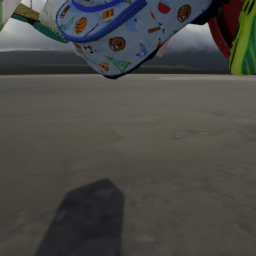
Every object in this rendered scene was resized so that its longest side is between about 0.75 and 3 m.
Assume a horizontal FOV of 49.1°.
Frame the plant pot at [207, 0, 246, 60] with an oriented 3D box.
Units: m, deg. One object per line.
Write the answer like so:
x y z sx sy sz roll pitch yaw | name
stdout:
3.172 -2.721 6.293 2.406 2.406 2.191 -10 -5 -38 | plant pot

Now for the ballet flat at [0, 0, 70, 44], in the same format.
-2.988 -3.638 8.923 2.774 0.874 0.952 18 -2 -35 | ballet flat

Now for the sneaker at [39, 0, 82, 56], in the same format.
-1.790 -3.012 8.087 1.445 1.133 2.908 -12 53 -8 | sneaker

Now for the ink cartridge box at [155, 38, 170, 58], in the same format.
1.194 -3.172 7.367 0.591 2.645 2.330 19 20 -16 | ink cartridge box

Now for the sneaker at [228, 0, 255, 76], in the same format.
2.285 -1.740 4.707 0.761 1.822 0.675 9 36 -1 | sneaker

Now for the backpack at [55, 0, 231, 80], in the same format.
-0.071 -2.487 5.527 2.241 2.771 2.909 39 5 -39 | backpack

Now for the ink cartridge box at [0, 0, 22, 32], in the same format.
-3.012 -3.436 7.017 0.590 2.462 1.792 35 -13 -19 | ink cartridge box
